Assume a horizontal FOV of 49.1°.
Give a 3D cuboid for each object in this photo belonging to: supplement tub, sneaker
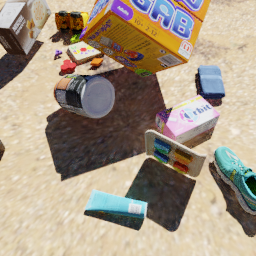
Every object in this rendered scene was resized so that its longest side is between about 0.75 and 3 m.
[{"bbox_3d":[-1.429,-1.025,8.610,1.235,1.235,2.016,-38,32,-26],"label":"supplement tub"},{"bbox_3d":[3.080,1.250,7.495,0.805,0.827,2.076,-19,54,-15],"label":"sneaker"}]

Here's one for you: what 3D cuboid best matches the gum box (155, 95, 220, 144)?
[{"bbox_3d":[1.897,-0.271,8.821,1.794,0.593,1.018,-24,56,-18],"label":"gum box"}]

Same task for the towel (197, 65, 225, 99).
[{"bbox_3d":[2.971,-1.656,10.050,0.858,0.373,1.538,3,51,2],"label":"towel"}]

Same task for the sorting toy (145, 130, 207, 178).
[{"bbox_3d":[1.180,0.759,7.411,1.603,1.483,0.292,23,65,17],"label":"sorting toy"}]

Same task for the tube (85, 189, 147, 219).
[{"bbox_3d":[-0.293,1.988,7.237,1.556,0.392,0.602,9,44,12],"label":"tube"}]

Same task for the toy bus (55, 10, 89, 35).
[{"bbox_3d":[-2.321,-4.719,12.183,1.341,0.910,1.287,11,40,12],"label":"toy bus"}]

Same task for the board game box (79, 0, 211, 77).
[{"bbox_3d":[0.513,-3.605,8.848,2.696,2.698,2.697,25,80,-25],"label":"board game box"}]

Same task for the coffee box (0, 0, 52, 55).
[{"bbox_3d":[-4.007,-4.125,10.635,0.950,1.363,2.384,10,62,17],"label":"coffee box"}]

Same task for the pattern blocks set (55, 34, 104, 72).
[{"bbox_3d":[-1.704,-3.134,11.302,2.448,0.198,2.152,-17,54,-13],"label":"pattern blocks set"}]

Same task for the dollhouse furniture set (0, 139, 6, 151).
[{"bbox_3d":[-3.934,1.028,7.517,1.499,1.491,2.127,-29,82,-22],"label":"dollhouse furniture set"}]
